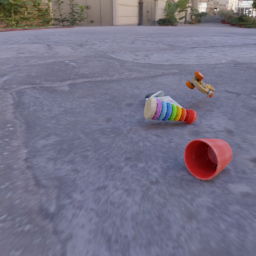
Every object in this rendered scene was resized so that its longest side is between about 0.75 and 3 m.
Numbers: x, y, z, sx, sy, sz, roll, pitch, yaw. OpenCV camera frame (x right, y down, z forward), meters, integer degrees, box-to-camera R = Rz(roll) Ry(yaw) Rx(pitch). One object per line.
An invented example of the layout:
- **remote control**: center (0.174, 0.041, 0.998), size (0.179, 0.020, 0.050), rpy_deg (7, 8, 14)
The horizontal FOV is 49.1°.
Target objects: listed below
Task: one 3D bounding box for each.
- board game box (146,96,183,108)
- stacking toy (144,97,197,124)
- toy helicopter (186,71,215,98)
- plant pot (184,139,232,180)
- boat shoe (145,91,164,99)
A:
- **board game box**: center (1.300, -0.795, 10.220), size (0.955, 0.243, 1.420), rpy_deg (-7, 25, -13)
- **stacking toy**: center (1.395, -0.461, 8.829), size (1.690, 0.722, 0.722), rpy_deg (12, 21, -15)
- **toy helicopter**: center (2.908, -1.487, 10.421), size (1.549, 0.611, 1.025), rpy_deg (-1, 49, -52)
- **plant pot**: center (1.879, 0.635, 6.382), size (0.814, 0.920, 0.920), rpy_deg (-11, 26, -40)
- **boat shoe**: center (1.066, -1.314, 11.281), size (0.400, 0.312, 0.882), rpy_deg (17, 29, 37)
